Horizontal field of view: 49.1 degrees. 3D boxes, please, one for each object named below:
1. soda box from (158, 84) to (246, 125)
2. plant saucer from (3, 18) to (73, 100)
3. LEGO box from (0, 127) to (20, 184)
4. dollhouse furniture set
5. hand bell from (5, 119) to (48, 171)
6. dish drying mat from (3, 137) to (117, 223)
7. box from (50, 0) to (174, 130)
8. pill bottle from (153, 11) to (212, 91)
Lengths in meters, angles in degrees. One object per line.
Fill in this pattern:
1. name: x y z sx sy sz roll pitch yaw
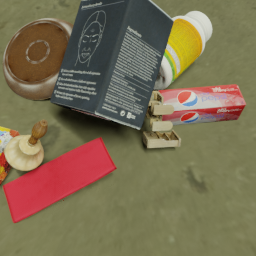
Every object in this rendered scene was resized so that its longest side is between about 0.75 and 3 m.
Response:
1. soda box: 1.800 -0.575 7.106 2.074 0.658 0.726 -6 56 -3
2. plant saucer: -2.414 -2.021 7.717 2.529 0.406 2.529 -4 74 13
3. LEGO box: -3.337 0.512 6.282 1.596 0.616 1.189 13 54 15
4. dollhouse furniture set: 0.801 -0.189 6.427 0.785 1.181 1.035 -2 24 -11
5. hand bell: -1.750 0.212 5.223 0.773 1.485 0.773 16 58 -27
6. dish drying mat: -1.458 1.071 5.993 2.361 0.215 0.907 -28 65 -4
7. box: -0.405 -1.467 6.275 1.879 1.355 2.531 17 89 46
8. pill bottle: 1.293 -2.254 7.838 1.348 1.348 2.427 35 62 22
